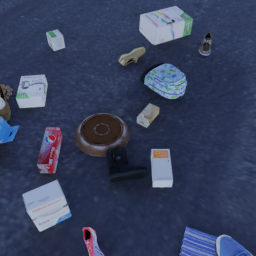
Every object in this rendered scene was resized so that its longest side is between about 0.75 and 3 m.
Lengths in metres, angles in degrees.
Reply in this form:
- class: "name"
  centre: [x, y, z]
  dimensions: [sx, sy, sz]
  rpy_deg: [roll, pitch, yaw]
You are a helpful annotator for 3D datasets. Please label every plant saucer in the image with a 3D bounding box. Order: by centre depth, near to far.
- class: "plant saucer"
  centre: [-1.015, 0.138, 10.988]
  dimensions: [2.167, 0.348, 2.167]
  rpy_deg: [0, 48, 0]

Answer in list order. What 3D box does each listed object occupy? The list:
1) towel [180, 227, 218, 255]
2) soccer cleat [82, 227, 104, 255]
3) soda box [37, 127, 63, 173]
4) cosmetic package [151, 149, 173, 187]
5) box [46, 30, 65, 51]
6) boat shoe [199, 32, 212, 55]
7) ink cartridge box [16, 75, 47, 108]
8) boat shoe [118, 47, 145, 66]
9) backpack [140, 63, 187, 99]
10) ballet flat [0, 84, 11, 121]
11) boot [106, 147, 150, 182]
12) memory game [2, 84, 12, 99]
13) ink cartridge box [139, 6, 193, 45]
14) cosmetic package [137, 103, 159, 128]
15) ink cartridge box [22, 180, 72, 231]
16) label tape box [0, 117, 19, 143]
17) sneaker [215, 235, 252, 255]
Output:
- class: "towel"
  centre: [2.098, 3.860, 7.820]
  dimensions: [1.402, 0.231, 1.936]
  rpy_deg: [15, 51, 12]
- class: "soccer cleat"
  centre: [-1.012, 3.425, 7.973]
  dimensions: [0.418, 0.479, 1.254]
  rpy_deg: [-33, 48, 8]
- class: "soda box"
  centre: [-2.825, 0.785, 10.233]
  dimensions: [0.546, 0.602, 1.721]
  rpy_deg: [0, 49, 0]
- class: "cosmetic package"
  centre: [1.166, 1.385, 9.807]
  dimensions: [0.665, 0.467, 1.311]
  rpy_deg: [-1, 50, -1]
- class: "box"
  centre: [-3.827, -4.654, 14.849]
  dimensions: [0.655, 0.764, 0.761]
  rpy_deg: [-25, 53, -23]
- class: "boat shoe"
  centre: [4.120, -4.481, 14.807]
  dimensions: [0.598, 0.599, 1.654]
  rpy_deg: [9, 50, 7]
- class: "ink cartridge box"
  centre: [-4.194, -1.630, 12.314]
  dimensions: [1.081, 0.624, 1.485]
  rpy_deg: [-5, 49, -4]
- class: "boat shoe"
  centre: [0.292, -3.549, 14.123]
  dimensions: [1.562, 0.560, 0.595]
  rpy_deg: [-30, 69, -15]
- class: "backpack"
  centre: [1.724, -2.086, 12.394]
  dimensions: [1.521, 1.434, 1.865]
  rpy_deg: [-27, 68, -29]
- class: "ballet flat"
  centre: [-5.458, -1.220, 11.807]
  dimensions: [0.727, 0.775, 2.143]
  rpy_deg: [-16, 54, -11]
- class: "boot"
  centre: [-0.042, 1.210, 9.890]
  dimensions: [1.451, 0.554, 1.219]
  rpy_deg: [-9, 53, 1]
- class: "memory game"
  centre: [-5.817, -1.551, 12.615]
  dimensions: [1.213, 0.077, 1.213]
  rpy_deg: [0, 49, -1]
- class: "ink cartridge box"
  centre: [2.079, -5.755, 15.633]
  dimensions: [2.408, 1.011, 1.743]
  rpy_deg: [-21, 52, -17]
- class: "cosmetic package"
  centre: [0.832, -0.529, 11.542]
  dimensions: [0.523, 0.353, 0.994]
  rpy_deg: [25, 54, 20]
- class: "ink cartridge box"
  centre: [-2.372, 2.324, 8.334]
  dimensions: [1.054, 1.453, 0.608]
  rpy_deg: [-22, 53, -18]
- class: "label tape box"
  centre: [-5.213, 0.085, 10.623]
  dimensions: [1.780, 0.588, 1.275]
  rpy_deg: [-8, 29, -4]
- class: "sneaker"
  centre: [3.325, 3.832, 7.315]
  dimensions: [0.935, 0.952, 2.470]
  rpy_deg: [-24, 55, -25]
